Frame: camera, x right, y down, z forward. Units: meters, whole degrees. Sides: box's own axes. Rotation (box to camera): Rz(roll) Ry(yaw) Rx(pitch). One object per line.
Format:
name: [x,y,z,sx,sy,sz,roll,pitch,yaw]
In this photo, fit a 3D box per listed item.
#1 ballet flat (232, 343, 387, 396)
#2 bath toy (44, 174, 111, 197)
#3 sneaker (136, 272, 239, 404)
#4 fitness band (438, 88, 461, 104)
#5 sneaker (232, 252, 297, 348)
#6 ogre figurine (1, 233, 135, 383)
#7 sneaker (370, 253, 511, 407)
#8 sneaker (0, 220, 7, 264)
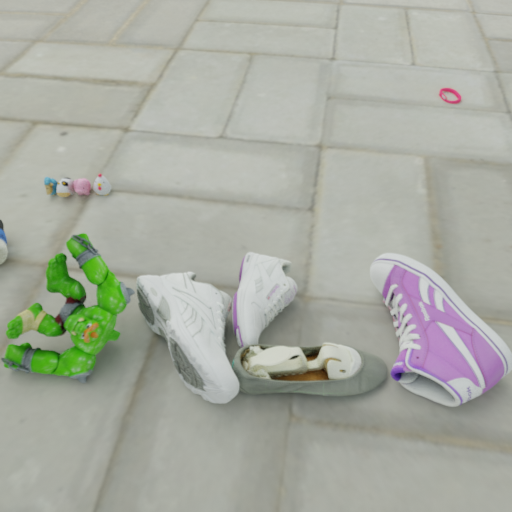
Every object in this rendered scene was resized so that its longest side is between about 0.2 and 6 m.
ballet flat: [0.869,1.728,8.763,2.517,0.802,0.848,-2,45,-3]
bath toy: [-3.881,-1.547,12.246,1.359,0.502,0.591,-2,45,-3]
sneaker: [-0.876,1.116,9.215,1.408,1.104,2.834,-20,50,-25]
fitness band: [5.313,-4.385,15.346,0.506,0.132,0.705,-7,46,-10]
sneaker: [0.162,0.737,9.747,1.074,0.807,2.156,5,45,5]
ogre figurine: [-2.943,0.955,9.071,1.431,1.171,2.387,27,67,6]
sneaker: [2.560,1.165,9.192,1.647,1.047,2.889,-28,51,-21]
sneaker: [-5.936,-0.240,10.694,2.192,0.841,1.219,-14,48,-13]
